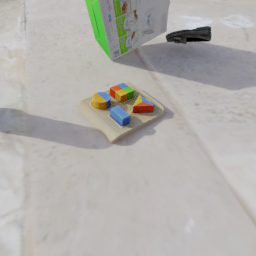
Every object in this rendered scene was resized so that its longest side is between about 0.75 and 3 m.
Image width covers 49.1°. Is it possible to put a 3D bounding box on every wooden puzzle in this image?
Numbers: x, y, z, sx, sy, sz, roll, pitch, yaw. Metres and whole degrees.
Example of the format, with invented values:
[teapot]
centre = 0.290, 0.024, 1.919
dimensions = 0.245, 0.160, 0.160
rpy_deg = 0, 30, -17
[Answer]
[wooden puzzle]
centre = -0.201, -0.609, 7.571
dimensions = 1.869, 0.433, 1.731
rpy_deg = -30, 54, -28

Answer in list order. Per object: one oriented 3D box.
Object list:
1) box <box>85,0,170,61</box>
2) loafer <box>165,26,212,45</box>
[box]
centre = 0.024, -3.879, 8.937
dimensions = 2.398, 2.718, 1.314
rpy_deg = -31, 67, -8
[loafer]
centre = 2.140, -3.211, 9.942
dimensions = 1.610, 0.506, 0.578
rpy_deg = -6, -1, 17
